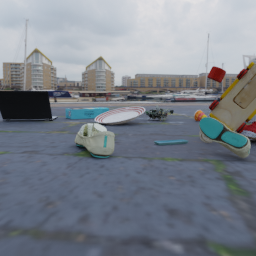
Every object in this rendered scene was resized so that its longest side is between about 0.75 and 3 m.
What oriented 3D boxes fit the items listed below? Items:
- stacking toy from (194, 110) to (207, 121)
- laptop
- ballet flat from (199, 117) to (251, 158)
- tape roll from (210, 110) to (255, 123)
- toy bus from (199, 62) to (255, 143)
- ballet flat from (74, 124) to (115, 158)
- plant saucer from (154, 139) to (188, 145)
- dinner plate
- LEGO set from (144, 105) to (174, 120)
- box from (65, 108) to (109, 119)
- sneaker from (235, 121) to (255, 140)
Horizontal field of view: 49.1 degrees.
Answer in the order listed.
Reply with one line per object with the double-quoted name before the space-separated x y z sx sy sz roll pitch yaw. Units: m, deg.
"stacking toy" 3.721 -0.521 13.890 0.585 0.585 0.800 -5 23 -35
"laptop" -5.050 -1.128 14.304 2.460 1.522 2.627 0 7 -5
"ballet flat" 2.107 0.211 6.141 0.489 0.489 1.409 -3 26 -25
"tape roll" 5.314 -0.723 14.201 2.225 0.735 2.225 -1 6 0
"toy bus" 3.159 -0.664 7.864 2.247 2.120 1.161 -3 -4 20
"ballet flat" -0.809 0.201 6.650 0.704 0.704 2.027 -3 7 -25
"plant saucer" 1.170 0.388 7.568 0.907 0.086 0.317 -3 8 -20
"dinner plate" -0.353 -0.539 12.954 2.387 0.289 2.387 -10 16 3
"LEGO set" 1.625 -0.655 14.908 1.672 0.730 2.575 6 -4 28
"box" -2.311 -0.851 15.993 2.309 0.567 0.950 -4 8 -31
"sneaker" 4.091 -0.247 7.875 2.147 1.207 0.765 2 8 -5
